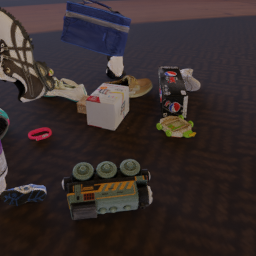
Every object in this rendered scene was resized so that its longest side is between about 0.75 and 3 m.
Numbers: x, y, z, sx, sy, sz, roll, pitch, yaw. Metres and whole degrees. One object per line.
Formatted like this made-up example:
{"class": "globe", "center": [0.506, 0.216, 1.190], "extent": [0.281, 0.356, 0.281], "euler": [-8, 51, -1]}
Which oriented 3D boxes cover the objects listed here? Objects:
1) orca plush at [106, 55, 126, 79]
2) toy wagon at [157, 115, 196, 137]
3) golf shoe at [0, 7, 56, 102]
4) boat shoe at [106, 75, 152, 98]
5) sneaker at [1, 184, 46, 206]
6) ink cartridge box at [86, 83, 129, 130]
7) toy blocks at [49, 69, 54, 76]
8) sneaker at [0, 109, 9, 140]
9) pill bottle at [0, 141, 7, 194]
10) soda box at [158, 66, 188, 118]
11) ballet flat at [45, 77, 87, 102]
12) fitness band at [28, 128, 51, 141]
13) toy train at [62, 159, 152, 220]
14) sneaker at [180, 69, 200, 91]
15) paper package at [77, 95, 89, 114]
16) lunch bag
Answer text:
{"class": "orca plush", "center": [-0.839, -3.166, 13.958], "extent": [0.897, 1.327, 2.523], "euler": [-27, 48, 28]}
{"class": "toy wagon", "center": [1.724, 0.002, 9.634], "extent": [1.102, 0.281, 1.420], "euler": [-20, 39, -28]}
{"class": "golf shoe", "center": [-2.993, -1.848, 7.274], "extent": [1.203, 2.546, 0.990], "euler": [-40, 22, -25]}
{"class": "boat shoe", "center": [0.017, -1.779, 11.882], "extent": [2.498, 0.829, 0.924], "euler": [-22, 39, -31]}
{"class": "sneaker", "center": [-2.596, 1.655, 7.029], "extent": [1.107, 0.419, 0.426], "euler": [0, 17, -7]}
{"class": "ink cartridge box", "center": [-0.694, -0.816, 10.162], "extent": [1.082, 1.077, 1.489], "euler": [11, 34, 16]}
{"class": "toy blocks", "center": [-4.129, -2.505, 13.443], "extent": [0.854, 0.372, 1.025], "euler": [2, 33, 4]}
{"class": "sneaker", "center": [-4.899, 0.058, 8.956], "extent": [2.413, 1.009, 1.457], "euler": [-26, 32, -37]}
{"class": "pill bottle", "center": [-3.592, 0.805, 6.874], "extent": [1.053, 1.890, 1.053], "euler": [1, 31, -1]}
{"class": "soda box", "center": [1.744, -1.513, 11.287], "extent": [0.915, 1.022, 2.888], "euler": [0, 33, 3]}
{"class": "ballet flat", "center": [-2.882, -1.734, 11.820], "extent": [2.561, 0.889, 0.889], "euler": [12, 35, 19]}
{"class": "fitness band", "center": [-2.973, 0.202, 9.467], "extent": [0.760, 0.142, 0.546], "euler": [-17, 34, -26]}
{"class": "toy train", "center": [-0.483, 1.504, 6.817], "extent": [2.204, 0.939, 1.256], "euler": [-3, 45, -9]}
{"class": "sneaker", "center": [2.774, -2.254, 12.765], "extent": [1.020, 0.667, 1.775], "euler": [-25, 37, -29]}
{"class": "paper package", "center": [-1.504, -0.904, 10.917], "extent": [0.756, 0.410, 0.793], "euler": [10, 33, 16]}
{"class": "lunch bag", "center": [-1.247, -3.872, 10.656], "extent": [2.586, 1.711, 1.757], "euler": [19, 18, 9]}
